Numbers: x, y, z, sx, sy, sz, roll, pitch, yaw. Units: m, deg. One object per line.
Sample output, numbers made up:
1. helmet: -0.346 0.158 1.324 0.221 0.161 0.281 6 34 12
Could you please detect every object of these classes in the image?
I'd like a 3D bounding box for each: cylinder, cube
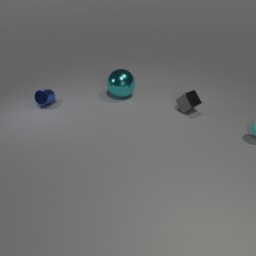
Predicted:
1. cylinder: -3.846 -1.441 12.996 0.700 0.700 0.700 9 13 14
2. cube: 2.698 -1.165 12.459 0.700 0.700 0.700 -22 81 -31

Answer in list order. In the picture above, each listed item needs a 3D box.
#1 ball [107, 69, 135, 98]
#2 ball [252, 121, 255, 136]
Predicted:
1. ball: -0.339 -2.185 13.697 1.400 1.400 1.400 0 31 0
2. ball: 4.844 0.027 10.083 0.700 0.700 0.700 0 31 0
